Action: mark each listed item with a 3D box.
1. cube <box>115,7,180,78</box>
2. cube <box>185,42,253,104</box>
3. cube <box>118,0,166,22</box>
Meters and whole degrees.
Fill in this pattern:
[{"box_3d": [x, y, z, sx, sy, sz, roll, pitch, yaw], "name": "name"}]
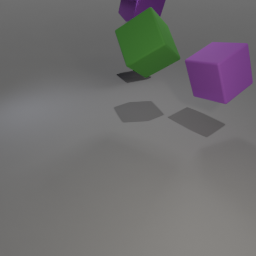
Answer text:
[{"box_3d": [0.656, -2.716, 9.162, 1.400, 1.400, 1.400, -25, -18, 25], "name": "cube"}, {"box_3d": [2.943, -1.821, 9.064, 1.400, 1.400, 1.400, -35, 32, -20], "name": "cube"}, {"box_3d": [0.591, -5.430, 12.418, 1.400, 1.400, 1.400, -12, 52, -28], "name": "cube"}]
